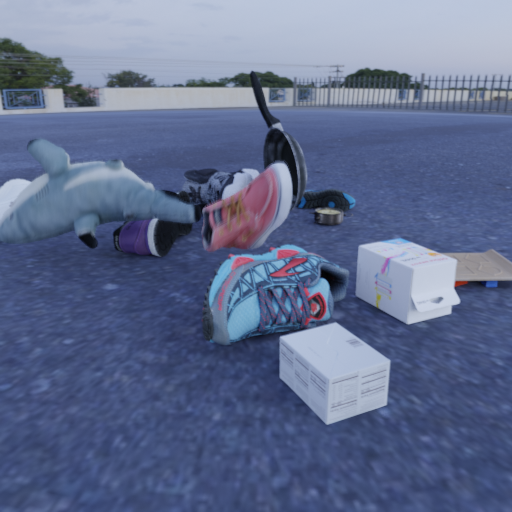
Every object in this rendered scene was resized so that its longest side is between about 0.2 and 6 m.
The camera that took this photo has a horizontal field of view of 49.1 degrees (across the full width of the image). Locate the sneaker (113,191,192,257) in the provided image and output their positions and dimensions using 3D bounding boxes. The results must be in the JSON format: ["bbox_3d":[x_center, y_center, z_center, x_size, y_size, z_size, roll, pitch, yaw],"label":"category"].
[{"bbox_3d":[-2.282,-0.796,12.447,1.205,1.042,2.752,-1,18,13],"label":"sneaker"}]

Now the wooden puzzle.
[{"bbox_3d":[3.888,0.270,10.331,1.464,0.339,1.356,-5,18,-1],"label":"wooden puzzle"}]

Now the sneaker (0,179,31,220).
[{"bbox_3d":[-5.781,-1.040,13.444,1.221,1.044,2.803,11,27,3],"label":"sneaker"}]

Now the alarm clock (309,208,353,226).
[{"bbox_3d":[1.904,-0.980,13.922,1.049,0.349,0.708,-6,19,-10],"label":"alarm clock"}]

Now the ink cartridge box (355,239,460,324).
[{"bbox_3d":[2.435,0.395,8.961,0.950,0.926,1.478,-10,21,-27],"label":"ink cartridge box"}]

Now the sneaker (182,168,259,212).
[{"bbox_3d":[-0.992,-1.492,14.128,1.948,1.292,3.424,1,14,7],"label":"sneaker"}]

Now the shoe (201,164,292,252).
[{"bbox_3d":[-0.223,-0.691,9.077,1.018,0.799,2.237,-8,-21,-21],"label":"shoe"}]

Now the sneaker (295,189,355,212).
[{"bbox_3d":[1.899,-1.586,15.283,1.684,0.617,0.690,8,20,22],"label":"sneaker"}]

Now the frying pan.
[{"bbox_3d":[0.431,-2.470,12.841,0.509,1.892,3.127,-13,65,-18],"label":"frying pan"}]

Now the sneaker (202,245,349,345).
[{"bbox_3d":[0.420,0.527,8.250,1.413,1.173,2.958,14,24,32],"label":"sneaker"}]

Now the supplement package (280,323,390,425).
[{"bbox_3d":[0.901,1.353,6.643,0.849,0.604,1.090,-10,22,-25],"label":"supplement package"}]

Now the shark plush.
[{"bbox_3d":[-2.891,-0.735,10.620,4.184,1.901,1.743,12,56,14],"label":"shark plush"}]
